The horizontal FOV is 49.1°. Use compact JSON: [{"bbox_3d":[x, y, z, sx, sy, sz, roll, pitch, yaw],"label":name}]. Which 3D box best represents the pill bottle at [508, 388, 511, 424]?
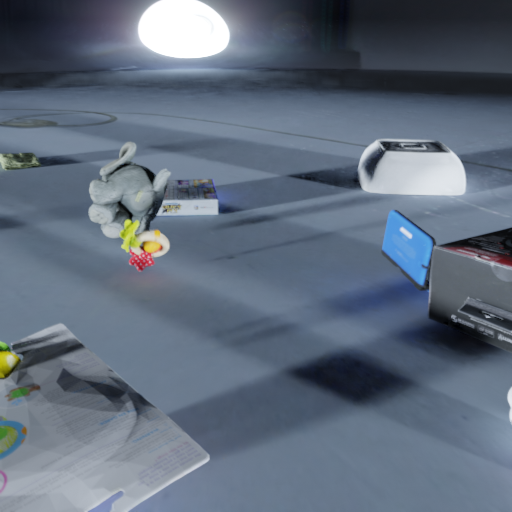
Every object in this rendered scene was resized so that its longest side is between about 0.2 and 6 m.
[{"bbox_3d":[2.560,1.511,4.911,0.523,0.523,0.938,2,23,4],"label":"pill bottle"}]

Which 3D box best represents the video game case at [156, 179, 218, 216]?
[{"bbox_3d":[-1.551,-1.228,11.656,1.431,0.359,1.579,-3,23,-7],"label":"video game case"}]

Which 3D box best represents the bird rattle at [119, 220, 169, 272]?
[{"bbox_3d":[-1.611,-0.113,8.166,0.695,0.852,0.480,-10,48,11],"label":"bird rattle"}]

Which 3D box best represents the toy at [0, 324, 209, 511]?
[{"bbox_3d":[-1.805,1.533,4.712,1.580,0.648,2.744,-21,32,-35],"label":"toy"}]

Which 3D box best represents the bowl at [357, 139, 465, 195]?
[{"bbox_3d":[3.655,-2.180,13.286,2.410,0.901,2.413,3,22,6],"label":"bowl"}]

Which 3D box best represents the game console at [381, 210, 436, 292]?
[{"bbox_3d":[2.294,0.031,7.672,0.713,1.029,1.206,-1,25,-15],"label":"game console"}]

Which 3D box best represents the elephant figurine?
[{"bbox_3d":[-2.294,-1.307,9.944,1.516,1.382,1.954,0,35,-9],"label":"elephant figurine"}]

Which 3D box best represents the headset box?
[{"bbox_3d":[3.503,0.384,6.583,2.644,1.021,1.968,-13,21,-32],"label":"headset box"}]

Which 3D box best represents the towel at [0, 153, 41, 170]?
[{"bbox_3d":[-6.332,-2.552,14.989,0.961,0.236,1.295,-10,25,-25],"label":"towel"}]
